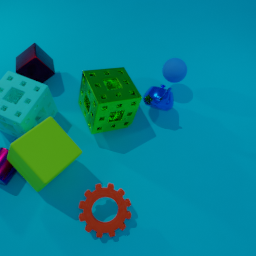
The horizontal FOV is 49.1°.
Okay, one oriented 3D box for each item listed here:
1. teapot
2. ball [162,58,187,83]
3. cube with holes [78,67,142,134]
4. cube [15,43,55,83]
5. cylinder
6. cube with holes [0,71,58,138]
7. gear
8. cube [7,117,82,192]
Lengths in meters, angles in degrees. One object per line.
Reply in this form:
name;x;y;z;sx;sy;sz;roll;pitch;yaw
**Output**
teapot;0.933;-0.910;8.118;0.913;1.469;0.719;17;90;-12
ball;1.409;-1.740;8.457;0.743;0.743;0.743;0;61;0
cube with holes;-0.561;-0.779;7.851;1.243;1.243;1.243;-11;55;-25
cube;-2.880;-1.935;8.698;0.831;0.831;0.831;-32;47;14
cylinder;-3.276;1.006;7.344;0.737;0.737;0.737;22;60;12
cube with holes;-2.996;-0.544;7.921;1.291;1.291;1.291;21;63;11
gear;-0.553;1.981;6.780;1.249;0.231;1.249;0;87;-6
cube;-2.062;0.668;6.876;1.179;1.179;1.179;48;56;-1
